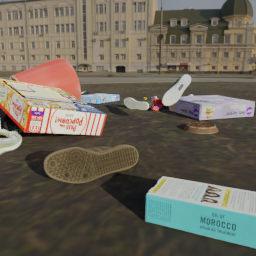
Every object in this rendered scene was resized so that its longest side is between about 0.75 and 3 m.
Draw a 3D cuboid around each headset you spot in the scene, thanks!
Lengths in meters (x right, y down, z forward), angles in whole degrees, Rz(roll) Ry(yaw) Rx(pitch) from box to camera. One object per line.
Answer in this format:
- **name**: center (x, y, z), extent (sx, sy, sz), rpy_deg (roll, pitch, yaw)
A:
- **headset**: center (-3.312, -0.184, 8.835), extent (1.116, 0.849, 1.807), rpy_deg (2, 26, -22)

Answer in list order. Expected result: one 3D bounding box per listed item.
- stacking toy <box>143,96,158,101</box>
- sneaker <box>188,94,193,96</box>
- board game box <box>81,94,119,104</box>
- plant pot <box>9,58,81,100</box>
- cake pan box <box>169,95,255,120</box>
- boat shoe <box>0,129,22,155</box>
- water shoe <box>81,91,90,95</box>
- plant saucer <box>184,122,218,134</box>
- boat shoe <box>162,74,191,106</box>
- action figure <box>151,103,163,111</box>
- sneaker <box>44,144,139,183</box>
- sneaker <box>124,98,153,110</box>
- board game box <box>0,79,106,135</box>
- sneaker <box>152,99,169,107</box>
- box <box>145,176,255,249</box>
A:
- **stacking toy**: center (1.446, -1.522, 15.326), extent (0.807, 0.251, 1.070), rpy_deg (-10, 18, -31)
- **sneaker**: center (2.667, -1.305, 13.471), extent (0.991, 0.604, 1.518), rpy_deg (1, 12, -1)
- **board game box**: center (-1.649, -1.648, 15.493), extent (1.519, 0.368, 2.009), rpy_deg (8, 15, 32)
- **plant pot**: center (-3.227, -1.398, 10.680), extent (2.028, 2.293, 2.293), rpy_deg (-21, 23, -35)
- **cake pan box**: center (3.398, -0.913, 11.560), extent (2.643, 0.691, 2.434), rpy_deg (-5, 16, -21)
- **boat shoe**: center (-3.009, 0.292, 6.501), extent (0.594, 0.516, 1.611), rpy_deg (3, 13, 11)
- **water shoe**: center (-2.783, -1.720, 15.866), extent (0.607, 0.550, 1.538), rpy_deg (-24, -3, 37)
- **plant saucer**: center (2.265, -0.020, 8.704), extent (1.049, 0.181, 1.049), rpy_deg (-1, 13, 0)
- **boat shoe**: center (1.554, -1.204, 9.139), extent (1.334, 0.458, 0.378), rpy_deg (-47, 10, -13)
- **action figure**: center (1.287, -0.942, 12.653), extent (0.367, 0.290, 1.121), rpy_deg (9, 17, 17)
- **sneaker**: center (-0.688, 0.647, 5.156), extent (1.762, 0.621, 0.666), rpy_deg (-2, -5, -28)
- **sneaker**: center (0.507, -1.116, 12.971), extent (1.421, 0.502, 0.705), rpy_deg (15, 16, 33)
- **board game box**: center (-2.405, -0.662, 8.220), extent (2.257, 0.690, 2.980), rpy_deg (5, 18, -41)
- **sneaker**: center (1.584, -1.190, 13.434), extent (0.808, 0.548, 1.398), rpy_deg (-7, 0, 7)
- **box**: center (1.092, 1.023, 3.495), extent (1.636, 0.402, 0.673), rpy_deg (6, 14, 25)
